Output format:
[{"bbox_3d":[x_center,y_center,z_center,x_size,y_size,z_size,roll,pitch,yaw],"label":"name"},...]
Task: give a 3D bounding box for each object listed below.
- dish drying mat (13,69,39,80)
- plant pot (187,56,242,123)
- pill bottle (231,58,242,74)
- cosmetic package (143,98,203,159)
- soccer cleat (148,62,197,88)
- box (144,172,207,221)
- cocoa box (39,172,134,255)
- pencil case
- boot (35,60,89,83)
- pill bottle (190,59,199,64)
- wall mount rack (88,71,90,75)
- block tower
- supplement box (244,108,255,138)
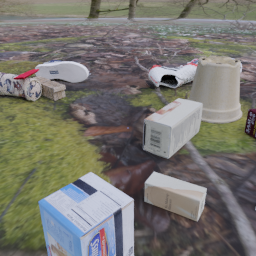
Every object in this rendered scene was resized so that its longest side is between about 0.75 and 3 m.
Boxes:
[{"bbox_3d":[-3.943,-2.090,10.939,0.462,0.109,1.203,-2,26,15],"label":"dish drying mat"},{"bbox_3d":[3.050,-1.445,9.786,2.075,1.899,2.075,0,26,0],"label":"plant pot"},{"bbox_3d":[4.717,-2.690,13.251,1.076,1.076,1.932,18,31,32],"label":"pill bottle"},{"bbox_3d":[1.306,-0.063,7.995,0.855,1.013,1.960,18,30,32],"label":"cosmetic package"},{"bbox_3d":[2.329,-2.320,12.760,2.893,0.993,1.232,-3,46,-19],"label":"soccer cleat"},{"bbox_3d":[0.934,1.353,5.641,1.152,0.547,0.448,13,30,27],"label":"box"},{"bbox_3d":[-0.567,1.603,4.080,0.968,1.452,0.953,23,34,38],"label":"cocoa box"},{"bbox_3d":[-4.586,-1.670,11.450,2.200,0.984,0.856,12,0,23],"label":"pencil case"},{"bbox_3d":[-3.081,-2.946,13.794,2.810,1.022,1.269,7,32,15],"label":"boot"},{"bbox_3d":[3.713,-2.925,14.008,0.819,0.819,1.369,-10,28,-19],"label":"pill bottle"},{"bbox_3d":[-2.305,-2.746,14.245,0.723,0.310,0.833,6,24,-21],"label":"wall mount rack"},{"bbox_3d":[-3.389,-1.690,11.788,0.544,0.582,2.014,-27,35,-37],"label":"block tower"},{"bbox_3d":[4.783,0.214,7.585,1.519,0.850,2.791,-11,29,-20],"label":"supplement box"}]
